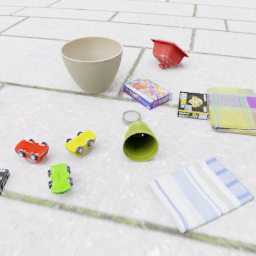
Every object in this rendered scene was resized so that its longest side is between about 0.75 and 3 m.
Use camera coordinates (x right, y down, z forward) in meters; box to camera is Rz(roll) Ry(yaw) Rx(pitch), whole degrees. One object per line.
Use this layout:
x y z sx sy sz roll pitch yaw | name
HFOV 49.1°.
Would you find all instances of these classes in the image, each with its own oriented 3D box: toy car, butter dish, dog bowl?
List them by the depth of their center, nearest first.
-2.117 1.136 8.551 2.595 0.579 2.442 -9 40 -10 | toy car
0.139 -0.376 10.684 0.774 0.227 0.774 0 39 0 | dog bowl
1.897 -3.552 13.912 1.675 1.242 1.680 28 5 43 | butter dish

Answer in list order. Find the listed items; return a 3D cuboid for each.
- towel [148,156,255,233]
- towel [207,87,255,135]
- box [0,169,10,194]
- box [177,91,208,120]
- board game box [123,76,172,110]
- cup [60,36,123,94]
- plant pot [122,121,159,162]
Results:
2.046 1.765 7.992 2.501 0.298 1.836 -16 43 -20 | towel
4.238 -0.748 11.071 2.142 0.340 2.983 4 38 6 | towel
-4.178 1.587 8.252 1.092 0.238 0.874 2 39 2 | box
2.601 -0.926 11.268 1.165 0.360 1.459 6 40 10 | box
0.815 -1.539 11.974 1.215 0.405 1.808 -26 46 -28 | board game box
-1.492 -2.613 12.142 2.598 1.858 2.598 0 40 0 | cup
0.381 0.328 9.203 1.149 1.149 1.106 -1 31 -1 | plant pot
